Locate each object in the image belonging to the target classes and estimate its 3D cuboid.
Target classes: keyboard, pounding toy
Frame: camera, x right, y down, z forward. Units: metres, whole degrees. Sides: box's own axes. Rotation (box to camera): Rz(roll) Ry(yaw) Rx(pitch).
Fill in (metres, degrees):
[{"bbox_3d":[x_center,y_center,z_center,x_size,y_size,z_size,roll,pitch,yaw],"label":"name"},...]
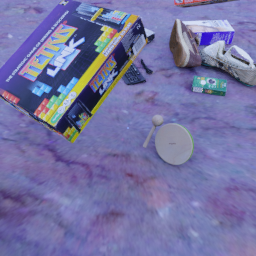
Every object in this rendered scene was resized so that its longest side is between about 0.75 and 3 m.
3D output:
[{"bbox_3d":[0.217,-2.370,10.952,1.280,0.207,2.014,-15,46,-15],"label":"keyboard"},{"bbox_3d":[1.255,0.319,7.692,1.447,1.117,0.671,30,25,32],"label":"pounding toy"}]

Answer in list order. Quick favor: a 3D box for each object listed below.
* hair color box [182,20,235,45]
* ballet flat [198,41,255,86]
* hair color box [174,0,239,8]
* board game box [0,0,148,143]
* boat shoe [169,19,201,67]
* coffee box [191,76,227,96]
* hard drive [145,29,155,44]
[{"bbox_3d":[3.525,-4.305,12.629,2.140,0.694,1.170,-4,44,-2],"label":"hair color box"},{"bbox_3d":[3.755,-2.647,10.563,1.002,1.113,2.955,-33,52,-25],"label":"ballet flat"},{"bbox_3d":[1.602,-2.706,5.646,1.199,0.383,0.665,7,20,30],"label":"hair color box"},{"bbox_3d":[-1.313,-1.416,6.103,2.349,0.806,2.842,26,73,28],"label":"board game box"},{"bbox_3d":[2.426,-3.502,11.624,1.073,1.075,2.980,7,44,-9],"label":"boat shoe"},{"bbox_3d":[2.898,-1.505,9.993,1.179,0.259,0.725,9,45,10],"label":"coffee box"},{"bbox_3d":[-0.098,-3.976,12.471,2.257,0.427,1.577,-34,54,-31],"label":"hard drive"}]
